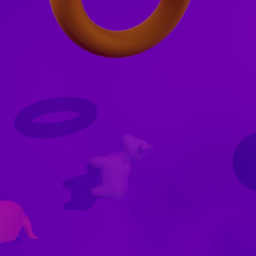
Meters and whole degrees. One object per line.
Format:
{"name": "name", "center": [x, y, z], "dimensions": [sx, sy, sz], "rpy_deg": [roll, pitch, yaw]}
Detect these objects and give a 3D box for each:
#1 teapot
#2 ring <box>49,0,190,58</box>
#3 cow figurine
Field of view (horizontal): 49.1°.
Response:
{"name": "teapot", "center": [-1.915, 1.438, 4.043], "dimensions": [0.865, 1.391, 0.681], "rpy_deg": [-26, 61, 37]}
{"name": "ring", "center": [-0.037, -1.810, 3.666], "dimensions": [1.973, 1.973, 0.395], "rpy_deg": [-20, 50, -4]}
{"name": "cow figurine", "center": [-0.105, 0.743, 5.284], "dimensions": [1.212, 0.676, 1.232], "rpy_deg": [-5, 79, 4]}
